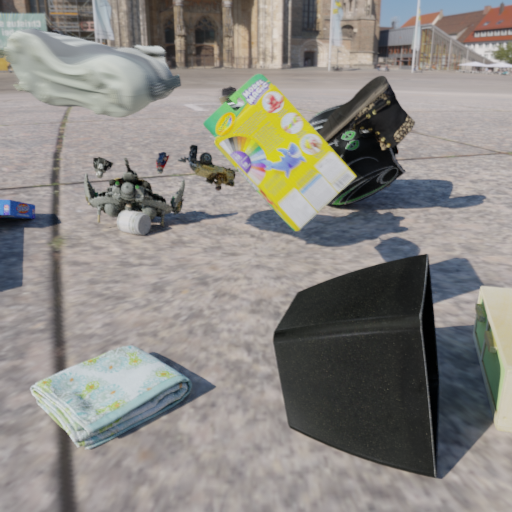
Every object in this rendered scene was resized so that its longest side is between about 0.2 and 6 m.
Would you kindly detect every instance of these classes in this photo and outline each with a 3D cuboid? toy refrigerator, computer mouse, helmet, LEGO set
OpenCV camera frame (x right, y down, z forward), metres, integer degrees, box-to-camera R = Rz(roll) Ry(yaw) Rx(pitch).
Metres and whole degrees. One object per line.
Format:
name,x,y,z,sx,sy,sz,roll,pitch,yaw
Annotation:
toy refrigerator,3.240,1.219,7.064,0.774,0.839,2.211,5,23,13
computer mouse,-0.228,-1.942,8.431,0.441,1.102,2.009,-12,21,-2
helmet,2.211,-2.539,14.233,2.573,2.699,2.699,-20,14,22
LEGO set,-2.410,-1.323,12.424,2.621,1.144,4.036,15,-18,-34

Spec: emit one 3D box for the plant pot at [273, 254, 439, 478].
plant pot,1.159,1.125,6.271,1.590,1.793,1.788,-3,20,20

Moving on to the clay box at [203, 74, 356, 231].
clay box,0.268,-1.270,6.911,1.001,1.742,0.415,-43,3,-3

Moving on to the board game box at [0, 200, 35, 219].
board game box,-6.232,-1.090,13.046,1.666,0.375,1.267,1,0,2

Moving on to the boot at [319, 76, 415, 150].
boot,2.393,-2.772,12.038,1.381,1.834,0.671,38,19,-30

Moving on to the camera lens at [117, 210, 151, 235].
camera lens,-2.745,-0.743,12.524,0.638,0.510,0.510,11,24,27

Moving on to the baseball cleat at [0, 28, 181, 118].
baseball cleat,-2.602,-2.969,9.072,3.266,1.139,1.738,29,40,29

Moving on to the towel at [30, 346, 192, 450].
towel,-1.744,1.602,6.738,1.521,0.366,1.302,-19,29,-40
